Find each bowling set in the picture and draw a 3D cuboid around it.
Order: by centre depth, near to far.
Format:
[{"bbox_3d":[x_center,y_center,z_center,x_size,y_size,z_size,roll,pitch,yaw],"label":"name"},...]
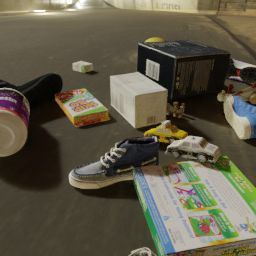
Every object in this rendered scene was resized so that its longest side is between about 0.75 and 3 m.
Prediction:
[{"bbox_3d":[1.810,-0.653,10.003,0.822,0.442,0.572,-13,31,-22],"label":"bowling set"}]

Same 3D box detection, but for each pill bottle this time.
[{"bbox_3d":[-3.703,-0.325,8.388,1.396,1.396,2.482,-7,29,-13],"label":"pill bottle"}]

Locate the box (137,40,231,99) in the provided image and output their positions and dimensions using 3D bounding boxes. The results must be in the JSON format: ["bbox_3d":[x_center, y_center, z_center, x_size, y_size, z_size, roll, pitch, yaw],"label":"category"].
[{"bbox_3d":[2.160,-2.549,11.599,2.678,1.688,2.724,-13,31,-25],"label":"box"}]

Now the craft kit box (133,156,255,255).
[{"bbox_3d":[1.525,1.557,5.811,2.405,0.591,2.435,-8,29,-8],"label":"craft kit box"}]

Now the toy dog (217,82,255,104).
[{"bbox_3d":[4.465,-1.427,11.067,1.648,0.794,1.087,-12,31,-22],"label":"toy dog"}]

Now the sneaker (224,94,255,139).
[{"bbox_3d":[3.994,-0.463,9.170,1.233,0.850,2.216,-5,32,3],"label":"sneaker"}]

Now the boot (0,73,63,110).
[{"bbox_3d":[-4.321,-1.604,11.077,2.350,1.068,2.797,19,39,23],"label":"boot"}]

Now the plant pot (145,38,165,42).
[{"bbox_3d":[1.260,-3.390,13.985,1.706,1.706,1.605,9,44,16],"label":"plant pot"}]

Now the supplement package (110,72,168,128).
[{"bbox_3d":[0.312,-1.068,9.970,1.237,1.192,2.176,-12,30,-21],"label":"supplement package"}]

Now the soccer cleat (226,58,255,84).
[{"bbox_3d":[5.445,-2.765,13.592,1.054,0.982,2.879,-1,24,-38],"label":"soccer cleat"}]

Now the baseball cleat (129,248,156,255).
[{"bbox_3d":[0.531,2.240,4.312,1.374,0.731,0.479,2,23,-1],"label":"baseball cleat"}]

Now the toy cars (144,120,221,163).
[{"bbox_3d":[1.362,0.265,7.580,1.208,0.597,2.695,-7,16,-19],"label":"toy cars"}]

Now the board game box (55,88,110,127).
[{"bbox_3d":[-1.754,-0.822,10.450,1.285,0.403,2.690,-15,34,-24],"label":"board game box"}]

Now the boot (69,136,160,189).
[{"bbox_3d":[-0.324,0.750,6.776,2.246,1.015,0.817,-8,29,-14],"label":"boot"}]

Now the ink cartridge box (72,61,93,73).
[{"bbox_3d":[-2.416,-3.260,14.918,0.907,0.381,0.657,21,34,33],"label":"ink cartridge box"}]
